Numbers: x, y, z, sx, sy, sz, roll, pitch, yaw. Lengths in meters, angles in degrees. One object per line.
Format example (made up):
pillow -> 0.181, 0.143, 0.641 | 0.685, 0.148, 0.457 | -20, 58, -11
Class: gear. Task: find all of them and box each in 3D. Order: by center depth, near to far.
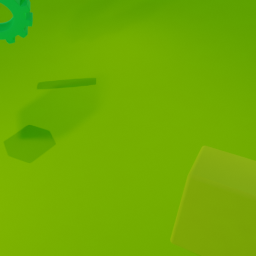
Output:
gear -> -3.338, -2.876, 6.957 | 1.810, 1.810, 0.335 | -7, 62, -6

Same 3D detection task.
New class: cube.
cube -> 0.882, 0.691, 2.530 | 0.719, 0.719, 0.719 | 17, 23, 19
